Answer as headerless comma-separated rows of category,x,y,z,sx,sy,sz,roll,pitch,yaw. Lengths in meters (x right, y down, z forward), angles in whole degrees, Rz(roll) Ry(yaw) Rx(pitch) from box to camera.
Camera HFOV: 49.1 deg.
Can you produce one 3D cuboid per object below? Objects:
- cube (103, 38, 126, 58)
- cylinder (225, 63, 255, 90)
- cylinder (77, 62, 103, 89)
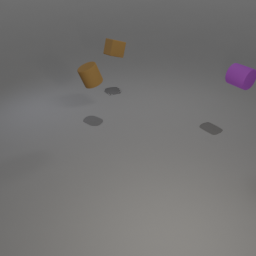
cube,-0.609,-3.617,12.671,0.700,0.700,0.700,1,20,-33
cylinder,3.666,-1.674,9.099,0.700,0.700,0.700,-20,38,-30
cylinder,-1.328,-1.866,9.878,0.700,0.700,0.700,-16,36,12
